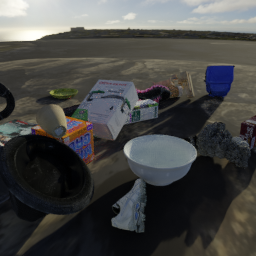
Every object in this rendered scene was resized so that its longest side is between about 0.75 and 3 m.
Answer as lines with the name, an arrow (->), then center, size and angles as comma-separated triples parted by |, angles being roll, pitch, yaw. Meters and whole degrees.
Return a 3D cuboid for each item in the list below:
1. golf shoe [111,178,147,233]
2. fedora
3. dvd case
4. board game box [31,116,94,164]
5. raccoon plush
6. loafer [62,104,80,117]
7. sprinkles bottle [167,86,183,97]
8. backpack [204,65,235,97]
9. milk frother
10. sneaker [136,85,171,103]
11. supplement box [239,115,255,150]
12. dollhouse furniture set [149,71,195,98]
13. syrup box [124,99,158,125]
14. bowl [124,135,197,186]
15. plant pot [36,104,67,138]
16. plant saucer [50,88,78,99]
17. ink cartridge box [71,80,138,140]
golf shoe -> 0.037, 1.764, 6.787 | 0.824, 0.664, 1.695 | -2, 21, 9
fedora -> -2.048, 1.311, 6.700 | 2.597, 1.186, 2.597 | 31, 21, -13
dvd case -> -4.522, 0.382, 10.430 | 2.025, 0.305, 2.774 | 11, 26, 23
board game box -> -2.000, 0.519, 8.773 | 1.322, 1.322, 1.321 | 13, 26, 28
raccoon plush -> 2.759, 0.856, 9.015 | 2.309, 1.117, 1.547 | -30, 40, 1
loafer -> -2.483, -0.797, 12.415 | 1.776, 0.638, 0.559 | -18, 58, -21
sprinkles bottle -> 2.154, -1.979, 15.613 | 1.739, 0.593, 0.593 | -6, 24, -12
backpack -> 5.031, -2.522, 15.728 | 1.540, 1.590, 1.895 | 8, -9, 14
milk frother -> -3.855, 0.226, 7.704 | 2.587, 2.750, 2.482 | 20, 27, 38
sneaker -> 1.036, -1.365, 13.989 | 2.735, 1.080, 1.304 | -11, 46, -21
supplement box -> 4.720, 0.078, 10.341 | 1.690, 0.920, 0.515 | -21, 30, -39
dollhouse furniture set -> 2.222, -2.052, 15.421 | 2.584, 1.262, 2.204 | -12, -3, 19
syrup box -> 0.398, -0.736, 12.508 | 1.831, 0.721, 0.746 | -12, 26, -27
bowl -> 0.904, 1.013, 8.123 | 2.067, 0.929, 2.067 | -1, 23, 0
plant pot -> -2.006, -0.106, 7.650 | 0.797, 0.797, 0.851 | -12, 37, -27
plant saucer -> -3.657, -1.965, 16.032 | 1.580, 0.246, 1.580 | 0, 22, 0
ink cartridge box -> -0.867, -0.798, 11.095 | 1.732, 1.000, 2.372 | 9, 52, 27
